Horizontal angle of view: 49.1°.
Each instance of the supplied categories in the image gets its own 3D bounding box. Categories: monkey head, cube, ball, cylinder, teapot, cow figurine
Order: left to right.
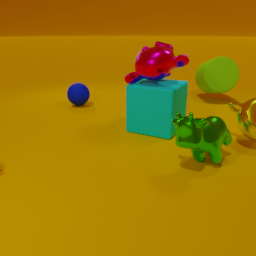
[{"bbox_3d":[-1.887,-1.285,10.669,0.858,0.858,0.858,0,20,0],"label":"ball"},{"bbox_3d":[0.858,-0.637,8.210,1.390,1.390,1.390,10,22,26],"label":"cube"},{"bbox_3d":[0.811,-1.646,7.672,1.779,1.280,1.072,-16,45,19],"label":"monkey head"},{"bbox_3d":[1.619,0.077,6.054,0.810,1.453,1.476,0,34,45],"label":"cow figurine"},{"bbox_3d":[3.527,-2.089,11.226,1.367,1.367,1.367,0,7,-1],"label":"cylinder"},{"bbox_3d":[3.355,-0.128,7.106,1.824,0.893,1.134,37,75,14],"label":"teapot"}]
